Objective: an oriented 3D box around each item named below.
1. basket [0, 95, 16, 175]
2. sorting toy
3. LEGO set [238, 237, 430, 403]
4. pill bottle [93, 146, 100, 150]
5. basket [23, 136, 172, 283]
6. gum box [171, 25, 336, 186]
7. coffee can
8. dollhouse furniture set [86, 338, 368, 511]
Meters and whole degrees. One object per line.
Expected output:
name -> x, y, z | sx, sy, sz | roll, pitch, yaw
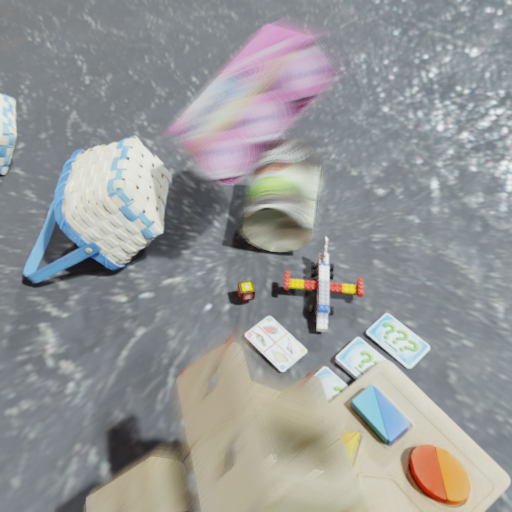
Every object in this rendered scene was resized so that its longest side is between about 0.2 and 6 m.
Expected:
basket -> -4.960, -2.095, 9.051 | 1.951, 1.357, 1.720 | 13, 41, -31
sorting toy -> 1.651, 2.486, 5.729 | 1.997, 0.398, 2.702 | -31, 57, -22
LEGO set -> 0.859, 0.816, 7.161 | 1.735, 0.570, 2.323 | -34, 60, -27
pill bottle -> -2.248, -1.400, 9.130 | 1.003, 0.523, 0.523 | 23, 53, 19
basket -> -2.290, -0.602, 7.946 | 2.076, 1.444, 1.830 | -18, 44, 20
gum box -> -0.100, -1.781, 6.647 | 1.857, 0.614, 1.054 | -47, 39, 2
coffee can -> 0.397, -0.877, 8.174 | 0.989, 0.989, 1.351 | 6, 54, 6
dollhouse furniture set -> -0.312, 1.702, 4.421 | 1.705, 1.202, 1.195 | -37, 47, 21
